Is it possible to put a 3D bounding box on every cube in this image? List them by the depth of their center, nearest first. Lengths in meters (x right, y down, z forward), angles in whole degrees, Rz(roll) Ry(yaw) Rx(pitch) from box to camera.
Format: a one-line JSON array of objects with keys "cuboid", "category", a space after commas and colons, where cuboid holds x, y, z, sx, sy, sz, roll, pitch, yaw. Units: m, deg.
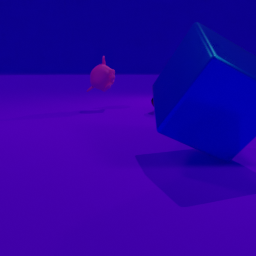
[{"cuboid": [1.299, -0.547, 4.342, 1.339, 1.339, 1.339, 23, 35, -16], "category": "cube"}]

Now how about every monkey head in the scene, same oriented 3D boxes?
[{"cuboid": [-0.915, -1.828, 10.167, 0.853, 1.415, 1.018, 27, 9, 1], "category": "monkey head"}]

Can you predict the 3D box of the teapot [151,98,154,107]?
[{"cuboid": [1.206, -0.847, 9.539, 0.839, 0.661, 1.350, -21, 8, -27], "category": "teapot"}]
